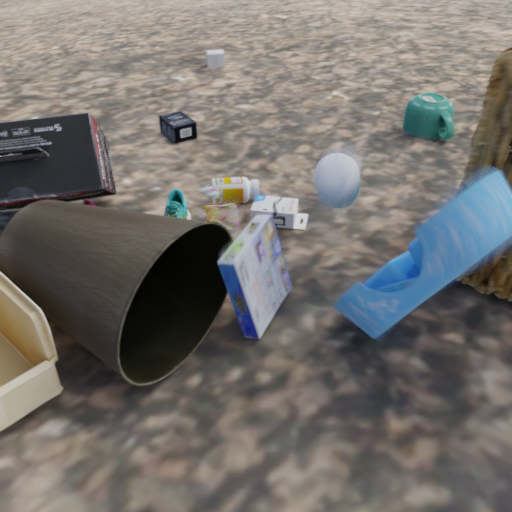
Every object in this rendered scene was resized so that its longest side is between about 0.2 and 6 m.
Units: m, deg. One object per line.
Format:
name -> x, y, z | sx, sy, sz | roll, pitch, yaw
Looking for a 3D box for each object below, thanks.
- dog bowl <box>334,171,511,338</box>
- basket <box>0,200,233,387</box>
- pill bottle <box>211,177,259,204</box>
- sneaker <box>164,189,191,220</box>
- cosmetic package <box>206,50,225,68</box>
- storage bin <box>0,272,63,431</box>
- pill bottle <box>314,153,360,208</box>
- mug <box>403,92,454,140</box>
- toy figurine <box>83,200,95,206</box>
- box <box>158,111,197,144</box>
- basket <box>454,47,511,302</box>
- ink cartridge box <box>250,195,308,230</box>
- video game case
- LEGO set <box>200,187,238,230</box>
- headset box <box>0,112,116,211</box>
dog bowl -> 2.588, 0.132, 8.446 | 1.829, 3.282, 0.814 | -21, 69, -49
basket -> -2.424, 0.294, 9.024 | 3.164, 2.151, 2.852 | 16, 49, 27
pill bottle -> -0.474, -1.480, 12.652 | 1.047, 0.581, 0.581 | -3, 36, -5
sneaker -> -1.699, -0.739, 11.531 | 0.689, 0.708, 1.777 | -4, 37, -5
cosmetic package -> -1.494, -7.244, 20.594 | 0.629, 0.519, 0.518 | -5, 37, -6
storage bin -> -5.029, 1.467, 7.797 | 3.282, 1.549, 3.306 | 29, 44, 34
pill bottle -> 1.494, -1.396, 10.300 | 0.809, 0.809, 1.461 | 9, -6, 12
mug -> 4.966, -3.947, 15.685 | 1.582, 0.978, 1.300 | 23, 42, 28
toy figurine -> -3.813, -0.775, 11.750 | 1.153, 0.865, 1.061 | -13, 13, 27
box -> -2.180, -3.584, 15.587 | 0.724, 0.510, 0.978 | -20, 41, -25
basket -> 5.375, -1.509, 9.478 | 3.076, 4.310, 3.210 | 23, 41, 26
ink cartridge box -> 0.515, -0.941, 12.066 | 1.179, 0.400, 0.684 | 6, 37, 8
video game case -> 0.022, 0.330, 9.291 | 0.351, 1.543, 1.399 | 3, 36, 30
LEGO set -> -0.702, -0.509, 10.530 | 0.581, 1.562, 0.719 | -10, 33, -23
headset box -> -4.298, -1.700, 10.804 | 2.763, 1.434, 3.713 | -9, 5, -9
